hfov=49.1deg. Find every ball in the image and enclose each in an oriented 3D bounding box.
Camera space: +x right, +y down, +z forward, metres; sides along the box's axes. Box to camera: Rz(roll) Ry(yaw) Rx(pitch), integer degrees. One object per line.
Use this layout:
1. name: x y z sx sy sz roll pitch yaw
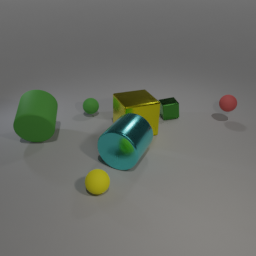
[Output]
1. ball: -0.857 1.503 7.853 0.700 0.700 0.700 0 29 0
2. ball: -1.607 -0.950 12.123 0.700 0.700 0.700 0 29 0
3. ball: 4.080 -1.011 11.420 0.700 0.700 0.700 0 29 0

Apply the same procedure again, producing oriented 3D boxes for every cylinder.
1. cylinder: -3.340 -0.445 10.257 1.400 1.400 1.400 -3 45 -5
2. cylinder: -0.061 0.417 9.110 1.400 1.400 1.400 12 32 21

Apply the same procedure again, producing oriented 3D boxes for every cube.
1. cube: 0.287 -0.536 10.826 1.400 1.400 1.400 -10 31 -19
2. cube: 1.761 -0.835 12.062 0.700 0.700 0.700 -11 30 -6
